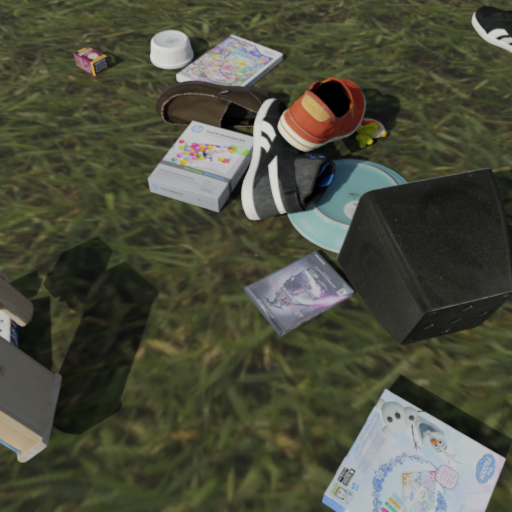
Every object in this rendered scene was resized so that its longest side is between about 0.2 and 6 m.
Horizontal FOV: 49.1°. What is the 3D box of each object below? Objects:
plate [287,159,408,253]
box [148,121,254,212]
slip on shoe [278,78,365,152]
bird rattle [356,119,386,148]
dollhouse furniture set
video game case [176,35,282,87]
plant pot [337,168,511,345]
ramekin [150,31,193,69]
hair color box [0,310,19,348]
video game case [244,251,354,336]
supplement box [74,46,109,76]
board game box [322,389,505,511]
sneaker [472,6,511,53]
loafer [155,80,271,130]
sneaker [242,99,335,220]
[{"bbox_3d":[1.845,-1.076,10.587,2.572,0.329,2.572,0,50,0],"label":"plate"},{"bbox_3d":[-1.016,-1.825,11.166,1.503,0.397,1.927,18,52,14],"label":"box"},{"bbox_3d":[1.497,-2.901,10.765,1.195,0.987,3.227,44,37,3],"label":"slip on shoe"},{"bbox_3d":[2.330,-2.721,11.975,0.796,0.550,0.976,-3,36,-17],"label":"bird rattle"},{"bbox_3d":[-4.530,2.068,7.794,2.963,1.934,2.797,-36,29,10],"label":"dollhouse furniture set"},{"bbox_3d":[-0.615,-4.573,13.564,1.590,0.200,2.220,28,56,22],"label":"video game case"},{"bbox_3d":[2.685,0.164,8.585,2.101,2.096,1.864,-12,63,-10],"label":"plant pot"},{"bbox_3d":[-2.099,-5.118,13.813,1.084,0.505,1.084,0,49,0],"label":"ramekin"},{"bbox_3d":[-3.977,1.463,8.415,0.693,0.419,1.385,-11,51,-9],"label":"hair color box"},{"bbox_3d":[0.716,0.589,9.331,1.499,0.142,1.071,-26,55,-21],"label":"video game case"},{"bbox_3d":[-3.988,-4.722,13.578,0.708,0.365,0.464,32,57,24],"label":"supplement box"},{"bbox_3d":[2.043,2.902,7.247,1.741,0.379,1.750,28,56,21],"label":"board game box"},{"bbox_3d":[6.658,-5.845,13.626,1.119,1.714,3.063,-20,53,-16],"label":"sneaker"},{"bbox_3d":[-0.889,-3.124,11.895,2.497,0.911,0.891,-4,50,-4],"label":"loafer"},{"bbox_3d":[0.760,-1.886,10.618,1.578,1.030,2.820,-2,58,20],"label":"sneaker"}]
